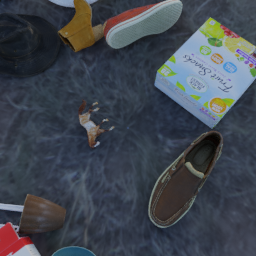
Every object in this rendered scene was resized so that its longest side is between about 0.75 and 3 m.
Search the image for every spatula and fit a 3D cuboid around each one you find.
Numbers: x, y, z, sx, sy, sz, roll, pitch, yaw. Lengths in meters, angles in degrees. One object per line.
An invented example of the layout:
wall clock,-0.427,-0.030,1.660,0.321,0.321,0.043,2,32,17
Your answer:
spatula,-3.761,2.539,7.208,2.139,0.172,1.488,8,68,-1

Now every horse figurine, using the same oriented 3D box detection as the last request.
horse figurine,-1.034,-0.162,8.059,0.889,0.335,1.341,-37,85,13

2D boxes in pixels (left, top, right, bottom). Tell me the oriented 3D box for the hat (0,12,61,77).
hat,-3.590,-2.953,8.891,2.741,1.106,2.741,0,67,0

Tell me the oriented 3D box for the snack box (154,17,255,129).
snack box,2.526,-1.708,8.483,2.274,0.912,2.696,39,75,14

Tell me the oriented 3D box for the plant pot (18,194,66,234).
plant pot,-2.095,2.198,6.997,1.008,0.942,0.942,12,68,-13

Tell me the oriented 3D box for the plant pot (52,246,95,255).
plant pot,-1.280,3.398,6.460,1.098,1.098,0.740,11,102,4

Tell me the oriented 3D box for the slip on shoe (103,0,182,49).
slip on shoe,0.496,-3.546,9.124,2.943,1.090,0.900,-27,61,-13

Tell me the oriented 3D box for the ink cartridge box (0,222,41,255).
ink cartridge box,-2.587,3.457,6.448,1.281,0.742,2.206,-35,75,-13

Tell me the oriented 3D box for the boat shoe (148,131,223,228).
boat shoe,1.497,1.199,7.220,1.076,1.078,2.913,32,72,12

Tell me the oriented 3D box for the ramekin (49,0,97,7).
ramekin,-1.836,-5.594,9.066,2.886,2.886,1.407,-11,61,-4

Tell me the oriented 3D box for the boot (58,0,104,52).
boot,-1.755,-3.486,9.300,1.358,0.667,1.896,-31,77,-18
